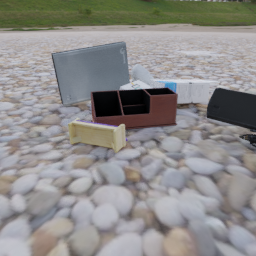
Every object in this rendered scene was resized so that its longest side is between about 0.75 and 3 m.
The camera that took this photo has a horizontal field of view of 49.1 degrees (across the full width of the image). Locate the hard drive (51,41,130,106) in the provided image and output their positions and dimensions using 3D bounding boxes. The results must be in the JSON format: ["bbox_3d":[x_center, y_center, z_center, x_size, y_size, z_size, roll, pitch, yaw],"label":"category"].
[{"bbox_3d":[-1.161,-1.850,9.450,2.463,1.719,0.405,-16,27,-18],"label":"hard drive"}]

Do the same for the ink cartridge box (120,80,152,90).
[{"bbox_3d":[0.233,-1.038,9.036,0.650,0.653,0.890,35,43,29],"label":"ink cartridge box"}]

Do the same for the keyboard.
[{"bbox_3d":[3.346,-0.051,6.752,2.987,0.592,1.555,17,55,26],"label":"keyboard"}]

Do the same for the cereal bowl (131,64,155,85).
[{"bbox_3d":[0.547,-1.712,10.473,0.554,1.331,1.331,-40,31,-3],"label":"cereal bowl"}]

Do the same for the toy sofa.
[{"bbox_3d":[-0.700,0.114,6.697,1.356,0.562,0.662,8,25,25],"label":"toy sofa"}]

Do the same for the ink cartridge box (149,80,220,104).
[{"bbox_3d":[1.914,-1.267,9.563,2.104,0.702,1.218,-3,14,-19],"label":"ink cartridge box"}]

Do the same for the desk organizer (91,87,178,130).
[{"bbox_3d":[0.156,-0.551,7.882,2.370,0.912,0.850,-5,23,-12],"label":"desk organizer"}]
